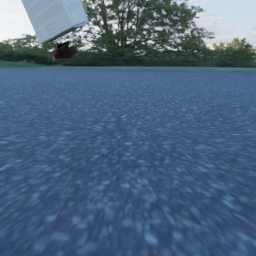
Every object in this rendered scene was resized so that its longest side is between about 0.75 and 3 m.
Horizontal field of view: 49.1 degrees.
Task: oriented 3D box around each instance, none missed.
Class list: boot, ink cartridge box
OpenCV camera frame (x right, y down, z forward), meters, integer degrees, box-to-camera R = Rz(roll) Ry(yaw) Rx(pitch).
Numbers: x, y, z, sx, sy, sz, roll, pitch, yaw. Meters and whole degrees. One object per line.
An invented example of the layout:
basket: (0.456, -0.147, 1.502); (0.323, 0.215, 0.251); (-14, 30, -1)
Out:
boot: (-1.774, -2.282, 8.146); (0.885, 0.320, 0.736); (-37, 1, -31)
ink cartridge box: (-1.579, -2.602, 5.235); (0.502, 1.759, 1.429); (-30, 19, -36)

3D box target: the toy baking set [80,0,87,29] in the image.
toy baking set: (-1.574, -3.925, 9.152); (0.157, 1.349, 1.035); (1, 10, -31)
